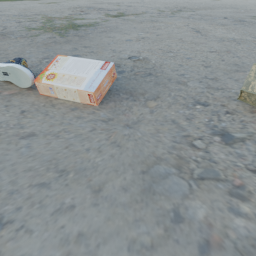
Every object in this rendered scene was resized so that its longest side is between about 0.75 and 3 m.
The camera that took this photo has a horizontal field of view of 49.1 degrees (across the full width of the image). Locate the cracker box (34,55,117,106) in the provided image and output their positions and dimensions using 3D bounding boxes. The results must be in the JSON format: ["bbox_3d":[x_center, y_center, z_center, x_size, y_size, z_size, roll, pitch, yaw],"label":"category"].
[{"bbox_3d":[-1.943,-1.851,10.579,2.573,0.742,1.723,13,52,21],"label":"cracker box"}]

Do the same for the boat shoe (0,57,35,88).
[{"bbox_3d":[-4.430,-2.423,11.565,2.622,0.928,1.190,17,41,33],"label":"boat shoe"}]

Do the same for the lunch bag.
[{"bbox_3d":[4.768,-1.345,9.621,1.512,0.889,1.240,25,74,21],"label":"lunch bag"}]
